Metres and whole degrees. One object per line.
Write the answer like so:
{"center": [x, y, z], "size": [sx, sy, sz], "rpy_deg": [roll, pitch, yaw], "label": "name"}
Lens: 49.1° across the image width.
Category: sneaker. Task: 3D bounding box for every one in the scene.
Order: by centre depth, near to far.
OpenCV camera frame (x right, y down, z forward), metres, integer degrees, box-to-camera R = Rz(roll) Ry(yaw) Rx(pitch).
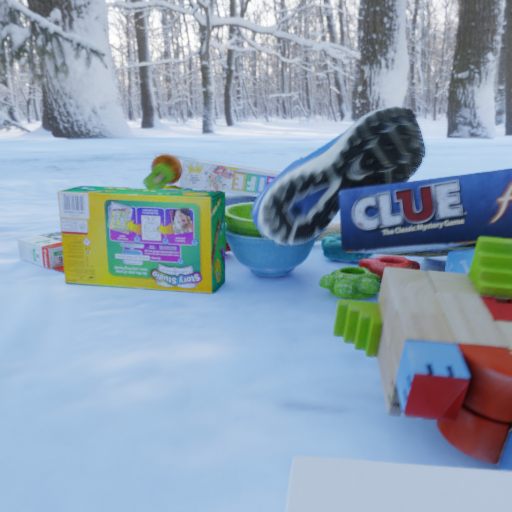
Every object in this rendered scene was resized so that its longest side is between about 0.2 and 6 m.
{"center": [0.880, -0.982, 6.364], "size": [2.303, 0.904, 1.027], "rpy_deg": [-30, 19, -13], "label": "sneaker"}

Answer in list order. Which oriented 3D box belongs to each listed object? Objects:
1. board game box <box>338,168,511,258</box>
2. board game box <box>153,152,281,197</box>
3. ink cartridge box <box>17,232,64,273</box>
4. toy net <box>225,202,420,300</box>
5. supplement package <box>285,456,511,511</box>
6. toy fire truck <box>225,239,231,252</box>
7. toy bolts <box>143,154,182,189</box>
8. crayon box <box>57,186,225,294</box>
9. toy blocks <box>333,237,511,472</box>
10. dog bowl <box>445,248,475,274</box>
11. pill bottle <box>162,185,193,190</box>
{"center": [2.741, -0.395, 6.405], "size": [2.469, 0.631, 3.644], "rpy_deg": [-5, -3, 28], "label": "board game box"}
{"center": [-0.493, -1.861, 13.418], "size": [3.488, 0.597, 2.345], "rpy_deg": [5, 11, -26], "label": "board game box"}
{"center": [-2.834, -0.068, 8.246], "size": [1.356, 0.341, 0.739], "rpy_deg": [11, 18, 39], "label": "ink cartridge box"}
{"center": [1.576, -0.450, 8.632], "size": [2.442, 0.899, 4.655], "rpy_deg": [10, 17, 33], "label": "toy net"}
{"center": [0.628, 1.414, 1.591], "size": [1.196, 0.851, 1.536], "rpy_deg": [2, 14, 7], "label": "supplement package"}
{"center": [-0.316, -0.211, 8.427], "size": [0.783, 0.271, 1.111], "rpy_deg": [-3, -6, 29], "label": "toy fire truck"}
{"center": [-1.755, -1.201, 10.944], "size": [1.353, 1.293, 0.939], "rpy_deg": [-35, 17, 29], "label": "toy bolts"}
{"center": [-1.442, -0.230, 7.164], "size": [2.049, 1.217, 0.597], "rpy_deg": [4, 15, 11], "label": "crayon box"}
{"center": [1.827, 0.832, 3.597], "size": [2.523, 1.261, 1.724], "rpy_deg": [6, 27, 2], "label": "toy blocks"}
{"center": [3.147, 0.221, 4.905], "size": [3.075, 0.762, 1.714], "rpy_deg": [-4, -2, 31], "label": "dog bowl"}
{"center": [-1.936, -1.336, 12.719], "size": [0.992, 0.542, 0.542], "rpy_deg": [-5, 15, -15], "label": "pill bottle"}
